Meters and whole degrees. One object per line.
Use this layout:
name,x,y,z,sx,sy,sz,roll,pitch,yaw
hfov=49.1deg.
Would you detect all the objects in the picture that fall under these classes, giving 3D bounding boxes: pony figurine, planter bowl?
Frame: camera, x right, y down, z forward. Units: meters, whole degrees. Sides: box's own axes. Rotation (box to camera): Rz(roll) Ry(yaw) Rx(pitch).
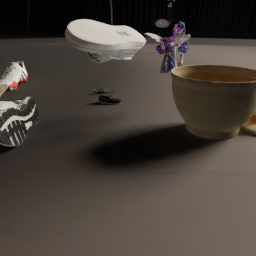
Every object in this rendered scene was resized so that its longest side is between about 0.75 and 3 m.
pony figurine,1.453,-2.718,9.431,1.440,1.729,1.669,14,22,27
planter bowl,2.491,-0.747,8.021,2.574,1.732,2.574,-1,22,0

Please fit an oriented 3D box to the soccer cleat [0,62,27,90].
soccer cleat,-5.497,-2.512,13.275,0.893,1.109,2.603,1,21,2

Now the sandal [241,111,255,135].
sandal,3.887,-0.658,8.847,1.051,0.943,2.867,-2,22,-4

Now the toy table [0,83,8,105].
toy table,-5.013,-1.061,9.894,1.600,0.937,1.471,-18,28,-39

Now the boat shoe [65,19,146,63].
boat shoe,-0.369,-1.312,4.465,0.610,0.580,1.693,44,34,11

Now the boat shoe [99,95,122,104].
boat shoe,-0.699,-1.103,10.874,0.937,0.294,0.343,7,22,13

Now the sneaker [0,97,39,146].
sneaker,-3.358,-0.137,7.747,1.110,1.023,2.774,-9,15,0

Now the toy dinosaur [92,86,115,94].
toy dinosaur,-1.079,-1.661,12.352,0.993,0.236,0.437,-3,37,-8
